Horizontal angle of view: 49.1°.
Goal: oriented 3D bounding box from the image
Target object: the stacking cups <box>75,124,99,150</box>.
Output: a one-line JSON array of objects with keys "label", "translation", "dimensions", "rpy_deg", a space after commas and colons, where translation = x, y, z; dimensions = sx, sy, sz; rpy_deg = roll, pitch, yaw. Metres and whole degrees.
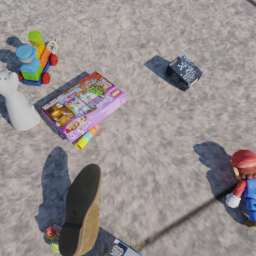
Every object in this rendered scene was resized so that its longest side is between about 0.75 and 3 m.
[{"label": "stacking cups", "translation": [-1.501, 0.273, 10.361], "dimensions": [0.344, 0.344, 1.136], "rpy_deg": [26, 61, 15]}]

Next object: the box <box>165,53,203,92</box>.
[{"label": "box", "translation": [2.284, -2.278, 11.516], "dimensions": [0.898, 0.648, 1.210], "rpy_deg": [-40, 77, -17]}]

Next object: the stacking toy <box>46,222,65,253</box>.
[{"label": "stacking toy", "translation": [-1.997, 3.236, 8.404], "dimensions": [0.864, 0.365, 0.782], "rpy_deg": [-11, 53, -20]}]

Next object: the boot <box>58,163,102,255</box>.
[{"label": "boot", "translation": [-1.239, 2.410, 8.354], "dimensions": [0.984, 1.009, 2.673], "rpy_deg": [6, 75, 32]}]

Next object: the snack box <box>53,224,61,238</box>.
[{"label": "snack box", "translation": [-2.030, 3.310, 8.712], "dimensions": [0.774, 0.094, 0.278], "rpy_deg": [24, 62, 14]}]

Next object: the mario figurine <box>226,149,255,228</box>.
[{"label": "mario figurine", "translation": [4.029, 1.921, 9.226], "dimensions": [1.525, 1.309, 2.471], "rpy_deg": [7, 65, -38]}]

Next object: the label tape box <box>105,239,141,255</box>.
[{"label": "label tape box", "translation": [-0.285, 4.301, 7.850], "dimensions": [1.299, 0.599, 1.814], "rpy_deg": [29, 62, 15]}]

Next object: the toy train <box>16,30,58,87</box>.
[{"label": "toy train", "translation": [-3.674, -3.361, 11.663], "dimensions": [1.253, 1.713, 2.960], "rpy_deg": [10, 60, 5]}]

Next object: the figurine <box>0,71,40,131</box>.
[{"label": "figurine", "translation": [-4.752, -0.876, 9.620], "dimensions": [2.812, 2.744, 1.211], "rpy_deg": [-11, 60, -7]}]

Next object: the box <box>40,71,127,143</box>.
[{"label": "box", "translation": [-1.693, -0.904, 10.767], "dimensions": [2.768, 0.541, 1.894], "rpy_deg": [-39, 59, -20]}]
